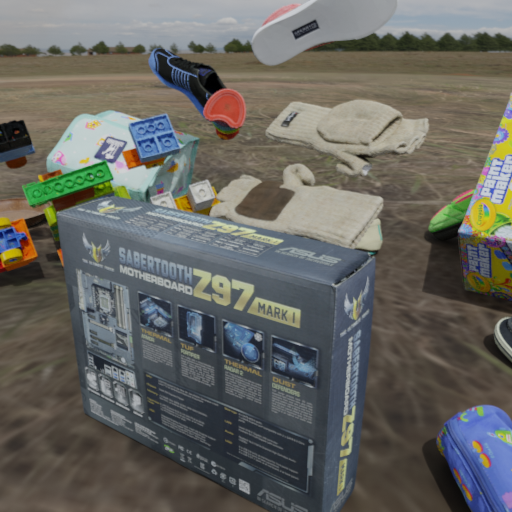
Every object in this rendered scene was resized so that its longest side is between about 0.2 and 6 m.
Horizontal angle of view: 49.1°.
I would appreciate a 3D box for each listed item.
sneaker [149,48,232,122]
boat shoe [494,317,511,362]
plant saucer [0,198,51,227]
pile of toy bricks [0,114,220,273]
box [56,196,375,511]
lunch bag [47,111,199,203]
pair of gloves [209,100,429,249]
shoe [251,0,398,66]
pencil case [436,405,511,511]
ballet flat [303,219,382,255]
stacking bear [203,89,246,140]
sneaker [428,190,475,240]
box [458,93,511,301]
[{"bbox_3d":[-1.226,-3.474,10.796,1.997,0.778,0.700,41,53,7],"label":"sneaker"},{"bbox_3d":[3.682,1.103,5.737,0.961,0.802,2.576,-15,25,-29],"label":"boat shoe"},{"bbox_3d":[-4.827,-0.797,11.007,1.577,0.288,1.577,-1,22,0],"label":"plant saucer"},{"bbox_3d":[-3.028,-0.785,9.267,4.353,2.415,2.149,-20,-11,-18],"label":"pile of toy bricks"},{"bbox_3d":[-0.442,0.775,4.743,2.729,2.152,0.696,13,26,31],"label":"box"},{"bbox_3d":[-2.721,-1.971,11.757,2.278,1.631,2.674,19,25,9],"label":"lunch bag"},{"bbox_3d":[0.643,-0.862,5.784,1.801,0.371,2.118,10,53,35],"label":"pair of gloves"},{"bbox_3d":[0.830,-3.000,7.017,1.834,0.655,0.834,-16,33,20],"label":"shoe"},{"bbox_3d":[1.875,1.811,4.120,0.731,0.657,1.683,41,16,-15],"label":"pencil case"},{"bbox_3d":[1.156,-0.517,9.786,2.121,0.737,0.737,8,24,19],"label":"ballet flat"},{"bbox_3d":[-0.527,-2.495,10.244,0.720,0.675,1.186,17,-9,0],"label":"stacking bear"},{"bbox_3d":[4.480,-0.577,9.388,3.121,1.308,1.198,-8,16,28],"label":"sneaker"},{"bbox_3d":[4.336,-0.679,7.468,2.457,1.556,2.551,15,65,31],"label":"box"}]
